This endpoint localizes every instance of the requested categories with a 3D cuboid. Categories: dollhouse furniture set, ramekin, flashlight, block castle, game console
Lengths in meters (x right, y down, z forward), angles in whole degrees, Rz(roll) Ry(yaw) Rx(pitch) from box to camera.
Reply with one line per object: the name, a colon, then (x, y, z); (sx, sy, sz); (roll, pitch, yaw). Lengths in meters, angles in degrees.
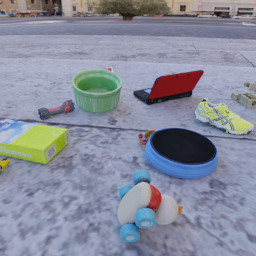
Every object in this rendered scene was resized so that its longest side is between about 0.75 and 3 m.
dollhouse furniture set: (5.634, -1.754, 13.150); (0.770, 1.225, 1.385); (-5, 28, -11)
ramekin: (-1.387, -1.671, 12.694); (2.251, 1.099, 2.251); (3, 39, -3)
flashlight: (-3.089, -0.826, 12.089); (1.553, 0.528, 0.526); (-17, 31, -32)
block castle: (0.888, 0.379, 9.746); (0.988, 0.463, 0.660); (-7, 27, -12)
game console: (1.883, -2.182, 13.605); (2.675, 1.587, 2.305); (-13, 29, -24)

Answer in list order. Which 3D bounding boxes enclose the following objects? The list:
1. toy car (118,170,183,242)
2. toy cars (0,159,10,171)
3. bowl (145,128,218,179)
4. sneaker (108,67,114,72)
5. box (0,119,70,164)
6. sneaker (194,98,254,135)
toy car: (0.594, 1.889, 6.400); (1.387, 1.227, 1.279); (23, 35, -20)
toy cars: (-4.217, 1.315, 8.032); (1.646, 0.365, 0.738); (-22, 28, -31)
bowl: (1.701, 0.692, 8.876); (2.296, 0.451, 2.296); (4, 30, -2)
sneaker: (-1.300, -3.369, 17.142); (0.831, 0.564, 1.439); (-4, 26, -11)
box: (-3.517, 0.395, 9.532); (2.584, 0.616, 1.576); (8, 28, 16)
sneaker: (3.719, -0.436, 10.801); (2.273, 0.868, 0.857); (22, 31, 20)
